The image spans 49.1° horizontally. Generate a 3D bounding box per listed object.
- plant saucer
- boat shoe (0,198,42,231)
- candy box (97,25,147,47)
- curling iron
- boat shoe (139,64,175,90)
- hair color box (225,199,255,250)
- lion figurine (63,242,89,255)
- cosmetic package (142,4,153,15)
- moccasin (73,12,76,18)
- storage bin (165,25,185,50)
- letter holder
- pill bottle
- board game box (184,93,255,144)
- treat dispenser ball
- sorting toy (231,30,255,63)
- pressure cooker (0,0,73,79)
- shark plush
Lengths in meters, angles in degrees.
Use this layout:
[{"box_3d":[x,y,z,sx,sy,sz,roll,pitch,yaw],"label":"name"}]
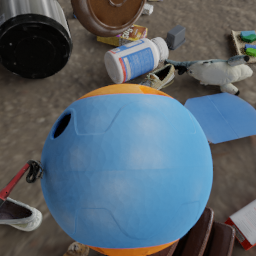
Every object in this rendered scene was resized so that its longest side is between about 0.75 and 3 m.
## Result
[{"box_3d":[-0.334,-3.371,6.940,2.277,2.277,0.365,-31,43,-21],"label":"plant saucer"},{"box_3d":[-3.067,1.964,6.732,1.983,0.636,0.731,13,55,9],"label":"boat shoe"},{"box_3d":[-0.231,-3.675,10.986,1.743,0.492,1.017,19,55,11],"label":"candy box"},{"box_3d":[-1.473,0.842,3.414,0.286,0.147,1.154,38,66,11],"label":"curling iron"},{"box_3d":[0.790,-1.505,9.275,1.918,0.656,0.717,-39,62,-25],"label":"boat shoe"},{"box_3d":[3.191,2.139,6.708,1.537,0.471,0.780,-25,57,-16],"label":"hair color box"},{"box_3d":[-1.193,3.199,5.997,0.847,0.501,1.383,-6,67,-14],"label":"lion figurine"},{"box_3d":[0.678,-5.244,12.270,0.761,0.282,0.387,21,57,16],"label":"cosmetic package"},{"box_3d":[-1.593,-5.216,12.070,1.634,0.557,0.657,-32,60,-21],"label":"moccasin"},{"box_3d":[1.808,-3.554,10.825,0.654,0.604,0.899,36,61,24],"label":"storage bin"},{"box_3d":[0.918,2.520,5.568,1.743,1.233,2.452,8,49,40],"label":"letter holder"},{"box_3d":[0.325,-2.386,9.631,2.052,1.152,1.152,-25,57,-18],"label":"pill bottle"},{"box_3d":[2.782,-0.232,8.505,2.319,0.452,1.832,-11,50,-15],"label":"board game box"},{"box_3d":[-0.022,0.611,4.409,2.600,2.600,2.600,0,54,0],"label":"treat dispenser ball"},{"box_3d":[5.080,-3.206,10.713,1.986,0.362,1.839,2,54,1],"label":"sorting toy"},{"box_3d":[-3.283,-3.429,9.537,2.479,2.518,2.819,-16,56,-8],"label":"pressure cooker"},{"box_3d":[2.734,-1.889,9.633,2.942,1.337,1.226,-1,29,13],"label":"shark plush"}]
